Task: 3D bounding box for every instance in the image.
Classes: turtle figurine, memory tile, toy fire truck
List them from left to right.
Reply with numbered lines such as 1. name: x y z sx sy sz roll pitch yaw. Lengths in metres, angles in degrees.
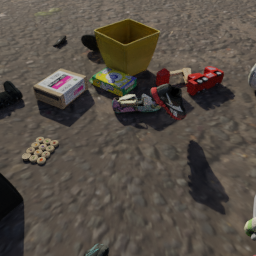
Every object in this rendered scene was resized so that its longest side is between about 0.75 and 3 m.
1. memory tile: -2.613 0.654 8.374 0.760 0.083 0.992 13 43 14
2. toy fire truck: 2.423 -1.978 10.997 2.285 0.557 1.611 -25 47 -25
3. turtle figurine: 3.202 2.611 5.532 1.813 2.520 2.443 42 74 10

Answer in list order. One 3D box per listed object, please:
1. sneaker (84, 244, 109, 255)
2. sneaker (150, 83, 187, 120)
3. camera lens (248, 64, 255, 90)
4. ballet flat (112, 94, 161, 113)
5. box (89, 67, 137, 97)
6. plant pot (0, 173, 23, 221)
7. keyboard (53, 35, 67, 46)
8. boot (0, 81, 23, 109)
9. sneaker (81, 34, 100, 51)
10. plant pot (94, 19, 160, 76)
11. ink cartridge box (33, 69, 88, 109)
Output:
1. sneaker: -0.788 2.796 5.810 0.374 0.356 0.944 14 34 32
2. sneaker: 1.389 -0.779 8.353 0.789 1.616 0.571 -29 44 29
3. camera lens: 5.368 -1.724 10.102 1.359 1.359 1.700 -21 47 -22
4. ballet flat: 0.318 -0.882 9.706 1.750 0.623 0.605 -3 41 -4
5. box: -0.620 -1.881 11.012 1.711 0.414 1.004 24 46 27
6. plant pot: -3.635 1.445 6.551 1.486 1.321 1.490 26 47 25
7. keyboard: -3.343 -4.312 13.996 0.528 0.201 1.014 -10 38 24
8. boot: -4.558 -1.227 10.252 0.983 0.444 1.200 -33 55 -32
9. sneaker: -1.181 -4.120 13.340 2.027 0.751 0.897 10 42 -3
10. plant pot: -0.039 -3.195 11.527 1.909 1.684 1.909 -31 50 -30
11. ink cartridge box: -2.473 -1.506 10.435 1.306 0.596 1.586 19 44 22
